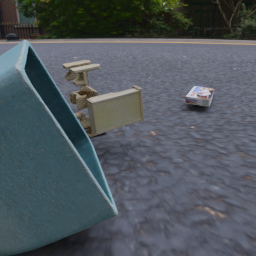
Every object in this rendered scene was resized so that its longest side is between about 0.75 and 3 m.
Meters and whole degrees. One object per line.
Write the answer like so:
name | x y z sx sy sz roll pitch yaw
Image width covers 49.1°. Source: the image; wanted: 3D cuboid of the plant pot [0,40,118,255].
plant pot | -1.872 0.428 4.088 2.339 2.290 2.296 -30 29 -3

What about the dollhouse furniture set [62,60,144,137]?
dollhouse furniture set | -0.680 -0.737 7.459 1.332 1.880 2.047 -17 28 -24

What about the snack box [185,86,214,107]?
snack box | 2.800 -1.248 10.758 0.855 0.289 2.379 10 20 17
